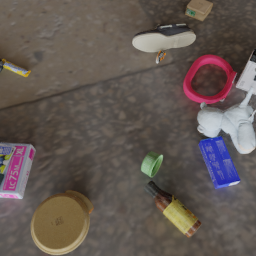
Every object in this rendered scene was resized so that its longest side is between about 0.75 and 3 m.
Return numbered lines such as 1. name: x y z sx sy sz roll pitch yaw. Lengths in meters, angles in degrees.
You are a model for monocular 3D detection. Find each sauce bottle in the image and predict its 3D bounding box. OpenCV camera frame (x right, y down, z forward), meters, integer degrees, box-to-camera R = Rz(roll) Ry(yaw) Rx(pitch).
1. sauce bottle: 1.327 2.436 8.659 0.658 0.658 1.993 -40 70 -20

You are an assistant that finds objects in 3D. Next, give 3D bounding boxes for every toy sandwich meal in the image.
1. toy sandwich meal: -1.976 2.824 8.490 1.942 0.665 1.942 -1 63 2

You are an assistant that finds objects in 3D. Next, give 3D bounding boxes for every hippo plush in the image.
1. hippo plush: 3.262 -0.037 9.431 1.770 2.201 1.753 -3 67 18

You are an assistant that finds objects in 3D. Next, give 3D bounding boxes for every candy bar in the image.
1. candy bar: -4.755 -2.516 11.774 1.535 0.170 0.383 24 64 14

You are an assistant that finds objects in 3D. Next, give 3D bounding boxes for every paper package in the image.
1. paper package: 3.386 -5.702 13.393 0.983 0.508 0.937 30 64 15

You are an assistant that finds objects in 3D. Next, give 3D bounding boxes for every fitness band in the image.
1. fitness band: 3.299 -1.975 11.334 1.794 0.467 2.498 25 62 17

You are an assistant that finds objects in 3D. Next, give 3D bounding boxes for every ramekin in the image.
1. ramekin: 0.784 1.183 9.303 0.407 0.834 0.834 26 63 22

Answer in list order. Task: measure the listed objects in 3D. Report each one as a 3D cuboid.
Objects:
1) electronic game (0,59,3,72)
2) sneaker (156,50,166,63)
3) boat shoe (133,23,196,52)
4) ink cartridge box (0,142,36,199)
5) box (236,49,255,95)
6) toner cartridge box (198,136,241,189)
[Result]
1. electronic game: -5.743 -2.526 11.737 1.073 0.223 1.073 -4 63 7
2. sneaker: 1.399 -3.041 11.992 0.292 0.296 0.755 21 59 6
3. boat shoe: 1.486 -4.001 12.136 2.845 1.034 0.892 -9 64 -13
4. ink cartridge box: -4.820 1.330 9.354 2.990 0.627 1.784 2 60 3
5. box: 5.678 -1.793 10.603 2.603 1.518 0.783 25 61 15
6. toner cartridge box: 3.091 1.150 9.563 0.801 0.364 1.687 -10 61 -7
